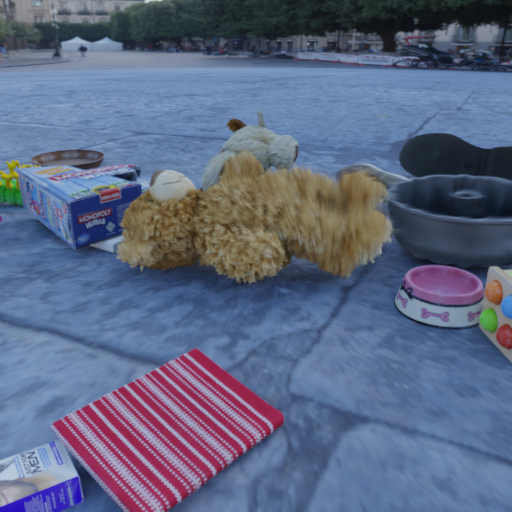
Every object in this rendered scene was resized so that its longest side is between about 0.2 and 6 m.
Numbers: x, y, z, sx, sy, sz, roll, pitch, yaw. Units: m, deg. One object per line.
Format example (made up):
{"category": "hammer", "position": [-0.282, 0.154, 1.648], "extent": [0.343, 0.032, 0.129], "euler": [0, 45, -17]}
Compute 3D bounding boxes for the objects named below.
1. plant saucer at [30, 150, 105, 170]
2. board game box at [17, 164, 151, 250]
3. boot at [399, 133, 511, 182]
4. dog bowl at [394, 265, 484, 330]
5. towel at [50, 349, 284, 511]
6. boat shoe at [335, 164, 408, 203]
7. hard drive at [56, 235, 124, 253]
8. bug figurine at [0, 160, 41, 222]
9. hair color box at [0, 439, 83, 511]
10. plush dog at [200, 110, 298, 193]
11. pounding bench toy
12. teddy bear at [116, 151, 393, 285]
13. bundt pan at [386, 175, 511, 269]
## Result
{"category": "plant saucer", "position": [-4.853, -2.420, 14.513], "extent": [1.846, 0.318, 1.846], "euler": [0, 22, 0]}
{"category": "board game box", "position": [-3.008, -1.162, 10.357], "extent": [2.714, 0.838, 2.716], "euler": [18, 28, 36]}
{"category": "boot", "position": [4.942, -2.017, 12.962], "extent": [3.383, 1.245, 1.277], "euler": [21, 5, 41]}
{"category": "dog bowl", "position": [2.445, 0.501, 7.396], "extent": [1.175, 0.433, 1.175], "euler": [0, 23, 0]}
{"category": "towel", "position": [-0.720, 1.502, 4.985], "extent": [1.260, 0.196, 1.743], "euler": [31, 33, 31]}
{"category": "boat shoe", "position": [2.257, -1.464, 11.297], "extent": [0.550, 0.664, 1.849], "euler": [-9, 24, -39]}
{"category": "hard drive", "position": [-2.663, -0.415, 9.880], "extent": [1.470, 0.193, 0.969], "euler": [15, 27, 31]}
{"category": "bug figurine", "position": [-5.979, -1.187, 10.699], "extent": [3.053, 1.013, 3.937], "euler": [7, 19, 1]}
{"category": "hair color box", "position": [-1.905, 1.845, 4.365], "extent": [0.951, 0.308, 0.520], "euler": [-15, 27, -29]}
{"category": "plush dog", "position": [-0.375, -1.745, 10.851], "extent": [1.696, 1.585, 1.975], "euler": [-46, 3, -33]}
{"category": "pounding bench toy", "position": [3.208, 0.552, 6.722], "extent": [1.081, 0.861, 1.386], "euler": [-3, 23, -5]}
{"category": "teddy bear", "position": [-0.032, -0.664, 8.301], "extent": [4.089, 1.365, 2.964], "euler": [11, 47, 19]}
{"category": "bundt pan", "position": [3.323, -0.534, 8.942], "extent": [2.527, 0.948, 2.527], "euler": [-2, 22, 1]}
